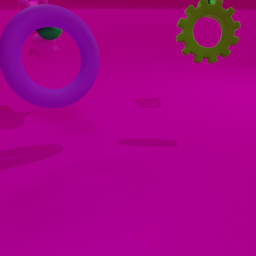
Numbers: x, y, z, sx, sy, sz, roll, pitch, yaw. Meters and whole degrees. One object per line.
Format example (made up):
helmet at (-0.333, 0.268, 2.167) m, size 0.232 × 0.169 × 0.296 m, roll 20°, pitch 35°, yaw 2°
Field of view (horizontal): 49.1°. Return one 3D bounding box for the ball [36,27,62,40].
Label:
ball at (-2.069, -2.670, 7.337) m, size 0.707 × 0.707 × 0.707 m, roll 0°, pitch 25°, yaw 0°

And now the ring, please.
ring at (-1.548, -1.434, 5.781) m, size 2.077 × 2.077 × 0.415 m, roll -15°, pitch 19°, yaw -29°

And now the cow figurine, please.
cow figurine at (-2.649, -2.939, 8.163) m, size 0.955 × 1.712 × 1.740 m, roll -16°, pitch 39°, yaw -21°

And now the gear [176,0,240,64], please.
gear at (1.794, -2.160, 6.318) m, size 1.370 × 1.370 × 0.253 m, roll 0°, pitch 8°, yaw 0°

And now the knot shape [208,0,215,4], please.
knot shape at (2.602, -4.389, 8.808) m, size 0.537 × 1.087 × 1.162 m, roll -19°, pitch 64°, yaw 15°
